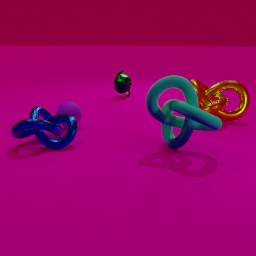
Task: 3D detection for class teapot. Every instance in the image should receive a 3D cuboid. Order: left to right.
[{"bbox_3d":[-0.187,-1.998,12.317,0.709,1.447,0.900,8,46,29],"label":"teapot"}]

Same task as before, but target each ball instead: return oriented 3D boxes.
[{"bbox_3d":[-1.726,-0.395,8.175,0.751,0.751,0.751,0,18,0],"label":"ball"}]

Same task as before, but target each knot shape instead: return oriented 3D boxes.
[{"bbox_3d":[-2.077,-0.071,7.109,1.559,0.720,1.459,5,20,-13],"label":"knot shape"},{"bbox_3d":[1.118,-0.395,6.332,1.729,1.618,0.799,-18,21,51],"label":"knot shape"},{"bbox_3d":[2.890,-0.883,8.943,1.881,0.929,2.010,2,43,12],"label":"knot shape"}]
